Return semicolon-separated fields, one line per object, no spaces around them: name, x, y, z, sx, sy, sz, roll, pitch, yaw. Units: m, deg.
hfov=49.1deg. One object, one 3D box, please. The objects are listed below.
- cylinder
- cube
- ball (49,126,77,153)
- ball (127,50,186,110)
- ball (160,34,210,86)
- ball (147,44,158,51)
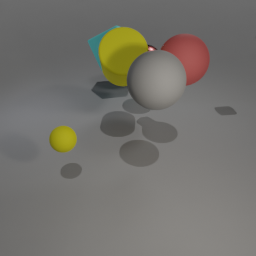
cylinder;-0.145;-2.095;8.463;1.400;1.400;1.400;-1;-4;-2
cube;-0.675;-3.435;12.143;1.400;1.400;1.400;-22;12;15
ball;-1.684;0.289;7.265;0.700;0.700;0.700;0;32;0
ball;0.668;-1.125;6.626;1.400;1.400;1.400;0;32;0
ball;1.525;-1.866;7.724;1.400;1.400;1.400;0;32;0
ball;0.628;-2.430;10.562;1.400;1.400;1.400;0;32;0
